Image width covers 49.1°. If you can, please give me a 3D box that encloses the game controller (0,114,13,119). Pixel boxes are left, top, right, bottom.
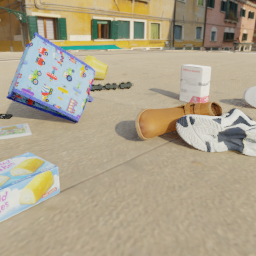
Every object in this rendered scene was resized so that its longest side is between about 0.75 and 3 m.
[{"bbox_3d":[-5.257,-0.485,11.777,0.758,0.160,0.395,3,35,9],"label":"game controller"}]

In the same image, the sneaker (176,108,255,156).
[{"bbox_3d":[2.990,-0.016,9.039,2.752,1.098,1.791,5,19,14],"label":"sneaker"}]

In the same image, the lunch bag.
[{"bbox_3d":[-2.540,-1.648,10.359,2.955,2.224,1.390,23,-17,-29],"label":"lunch bag"}]

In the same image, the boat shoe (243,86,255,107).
[{"bbox_3d":[6.797,-1.506,13.294,2.941,1.058,0.966,-2,14,-4],"label":"boat shoe"}]

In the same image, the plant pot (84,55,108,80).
[{"bbox_3d":[-2.310,-4.166,19.954,1.581,1.681,1.681,16,20,0],"label":"plant pot"}]

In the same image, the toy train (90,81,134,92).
[{"bbox_3d":[-0.990,-2.523,16.982,2.720,0.464,0.623,-7,9,-16],"label":"toy train"}]

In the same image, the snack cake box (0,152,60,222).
[{"bbox_3d":[-2.683,1.296,5.939,1.219,0.712,2.120,17,26,37],"label":"snack cake box"}]

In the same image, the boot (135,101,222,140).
[{"bbox_3d":[1.714,-0.368,9.256,2.161,1.029,2.793,-9,7,38],"label":"boot"}]

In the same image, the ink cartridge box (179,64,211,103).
[{"bbox_3d":[3.335,-2.185,13.939,0.755,1.824,1.336,-16,25,-37],"label":"ink cartridge box"}]

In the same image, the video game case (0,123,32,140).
[{"bbox_3d":[-4.160,0.118,10.063,1.199,0.132,1.092,-9,22,-23],"label":"video game case"}]
